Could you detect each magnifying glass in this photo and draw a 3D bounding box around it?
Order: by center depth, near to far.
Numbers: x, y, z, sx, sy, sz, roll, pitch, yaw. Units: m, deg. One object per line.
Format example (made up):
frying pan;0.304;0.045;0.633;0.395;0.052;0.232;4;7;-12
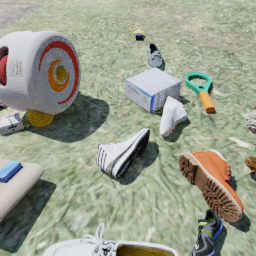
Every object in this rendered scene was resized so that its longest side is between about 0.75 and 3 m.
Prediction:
magnifying glass;2.919;-1.498;11.038;1.065;0.300;2.676;0;40;-1

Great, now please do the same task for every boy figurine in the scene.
boy figurine;0.586;-5.198;15.467;0.663;0.344;1.067;0;39;3

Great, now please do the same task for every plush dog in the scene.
plush dog;4.657;0.688;7.409;2.963;2.377;2.545;-2;45;45

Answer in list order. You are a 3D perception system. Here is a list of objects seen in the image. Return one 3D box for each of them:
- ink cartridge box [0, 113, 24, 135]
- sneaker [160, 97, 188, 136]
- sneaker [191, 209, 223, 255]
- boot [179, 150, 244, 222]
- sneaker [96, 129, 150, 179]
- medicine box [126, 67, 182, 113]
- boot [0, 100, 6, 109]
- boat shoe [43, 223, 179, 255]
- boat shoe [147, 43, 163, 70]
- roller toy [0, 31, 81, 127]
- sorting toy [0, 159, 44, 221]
ink cartridge box;-3.951;-0.149;9.363;0.776;0.325;0.560;-18;43;-21
sneaker;1.592;-0.374;9.434;0.846;0.720;1.913;20;42;0
sneaker;1.657;2.304;6.100;0.485;0.567;1.368;-25;11;42
boot;2.387;1.339;7.228;1.196;0.837;2.230;-10;39;-20
sneaker;-0.208;0.506;8.235;1.141;0.748;1.983;24;47;23
medicine box;0.953;-1.476;10.586;1.563;0.805;1.424;-28;47;-29
boot;-4.869;-0.917;10.341;0.787;0.276;0.575;-6;41;-7
boat shoe;-0.367;2.517;5.444;2.813;1.199;1.039;6;40;7
boat shoe;1.211;-3.323;12.988;0.704;0.597;1.933;-3;40;-3
roller toy;-2.924;-1.805;9.327;2.049;2.675;2.932;7;51;25
sorting toy;-3.687;1.580;6.479;2.192;0.437;2.966;8;32;19
